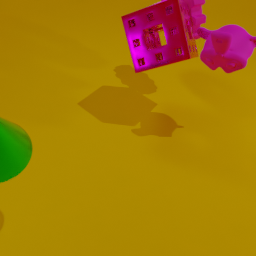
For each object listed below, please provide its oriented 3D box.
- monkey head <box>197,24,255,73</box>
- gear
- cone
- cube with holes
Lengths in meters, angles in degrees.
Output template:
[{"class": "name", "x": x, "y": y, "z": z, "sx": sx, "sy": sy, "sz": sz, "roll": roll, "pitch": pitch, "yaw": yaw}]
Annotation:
[{"class": "monkey head", "x": 1.966, "y": -1.705, "z": 5.530, "sx": 1.544, "sy": 1.110, "sz": 0.930, "roll": 20, "pitch": 72, "yaw": 27}, {"class": "gear", "x": 1.364, "y": -3.040, "z": 7.357, "sx": 0.325, "sy": 1.755, "sz": 1.755, "roll": -19, "pitch": 47, "yaw": -17}, {"class": "cone", "x": -1.516, "y": 0.048, "z": 3.055, "sx": 0.875, "sy": 0.878, "sz": 0.875, "roll": 8, "pitch": 57, "yaw": -12}, {"class": "cube with holes", "x": 0.791, "y": -2.078, "z": 6.454, "sx": 1.254, "sy": 1.254, "sz": 1.254, "roll": -10, "pitch": 11, "yaw": 24}]
